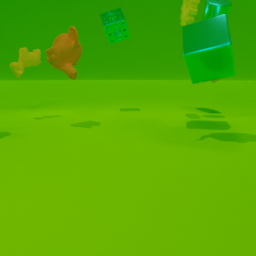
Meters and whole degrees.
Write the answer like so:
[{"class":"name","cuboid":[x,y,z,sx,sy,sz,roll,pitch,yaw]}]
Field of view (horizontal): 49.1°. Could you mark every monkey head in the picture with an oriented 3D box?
[{"class":"monkey head","cuboid":[-1.548,-1.898,7.455,0.943,1.126,1.565,-44,-6,-22]}]

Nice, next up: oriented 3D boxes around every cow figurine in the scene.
[{"class":"cow figurine","cuboid":[-3.284,-2.086,9.040,0.979,0.964,0.538,-4,11,-39]}]

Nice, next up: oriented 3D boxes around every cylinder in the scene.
[{"class":"cylinder","cuboid":[2.622,-3.377,8.353,0.756,0.756,0.756,2,40,-1]}]

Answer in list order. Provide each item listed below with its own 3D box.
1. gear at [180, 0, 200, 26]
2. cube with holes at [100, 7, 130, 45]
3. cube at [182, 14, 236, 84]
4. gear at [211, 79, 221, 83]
[{"class":"gear","cuboid":[1.836,-3.644,8.294,0.223,1.206,1.206,7,10,-5]},{"class":"cube with holes","cuboid":[-0.480,-3.785,10.403,0.822,0.822,0.822,-18,54,1]},{"class":"cube","cuboid":[2.117,-2.027,7.346,1.139,1.139,1.139,-9,-35,21]},{"class":"gear","cuboid":[3.127,-2.648,10.957,0.329,1.781,1.781,-26,9,5]}]
